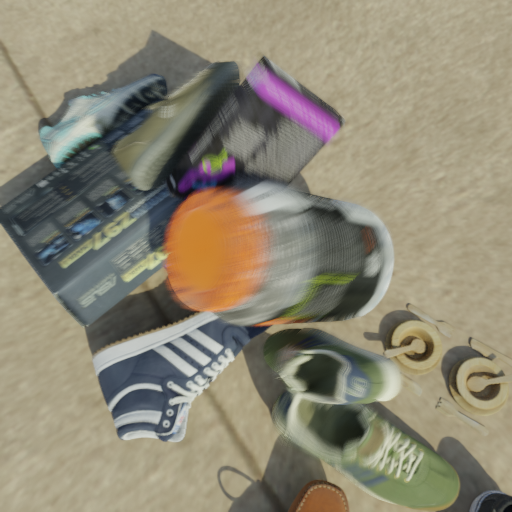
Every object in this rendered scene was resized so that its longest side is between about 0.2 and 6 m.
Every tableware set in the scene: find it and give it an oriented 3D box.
[{"bbox_3d":[3.000,1.695,8.736,2.033,0.407,1.344,30,70,12],"label":"tableware set"}]

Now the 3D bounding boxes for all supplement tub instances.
[{"bbox_3d":[0.385,0.013,7.573,2.969,1.819,1.819,5,57,-47],"label":"supplement tub"}]

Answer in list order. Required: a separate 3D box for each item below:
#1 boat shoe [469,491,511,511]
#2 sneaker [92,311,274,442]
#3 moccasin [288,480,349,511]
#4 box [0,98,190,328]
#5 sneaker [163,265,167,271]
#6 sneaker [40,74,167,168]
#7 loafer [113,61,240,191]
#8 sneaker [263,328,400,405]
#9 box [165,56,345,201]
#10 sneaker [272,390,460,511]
[{"bbox_3d":[3.311,4.564,7.220,0.995,0.943,2.846,9,67,4],"label":"boat shoe"},{"bbox_3d":[-0.864,1.757,8.356,2.942,1.031,1.596,-19,64,-2],"label":"sneaker"},{"bbox_3d":[0.529,4.432,7.156,1.103,1.164,3.015,23,69,9],"label":"moccasin"},{"bbox_3d":[-2.078,-0.906,9.005,3.578,0.913,2.822,-41,46,-15],"label":"box"},{"bbox_3d":[-1.329,-0.176,9.203,0.867,0.965,2.346,-43,67,-11],"label":"sneaker"},{"bbox_3d":[-2.827,-2.659,10.286,2.617,1.016,1.130,-41,69,-15],"label":"sneaker"},{"bbox_3d":[-1.169,-2.086,8.247,0.861,0.930,2.473,34,69,17],"label":"loafer"},{"bbox_3d":[0.643,1.339,6.987,0.963,2.145,0.719,4,92,-41],"label":"sneaker"},{"bbox_3d":[-0.022,-1.426,7.630,2.147,1.535,0.387,-47,48,21],"label":"box"},{"bbox_3d":[1.547,2.694,7.824,2.887,1.296,0.968,25,69,10],"label":"sneaker"}]
